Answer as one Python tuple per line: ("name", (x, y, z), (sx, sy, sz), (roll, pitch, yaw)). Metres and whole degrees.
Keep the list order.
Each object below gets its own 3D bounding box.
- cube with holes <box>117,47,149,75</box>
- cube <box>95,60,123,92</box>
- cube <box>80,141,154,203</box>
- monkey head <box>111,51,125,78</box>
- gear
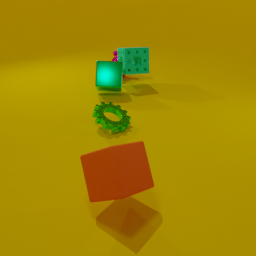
("cube with holes", (0.212, -2.747, 11.397), (1.009, 1.009, 1.009), (-7, 17, -17))
("cube", (-0.711, -1.944, 10.683), (0.976, 0.976, 0.976), (3, -3, -3))
("cube", (-0.203, 0.805, 5.214), (0.894, 0.894, 0.894), (-19, -9, 42))
("monkey head", (-0.260, -2.835, 12.594), (1.069, 0.896, 1.486), (-21, 55, 21))
("gear", (-0.487, -0.341, 8.419), (1.143, 0.211, 1.143), (16, 39, -14))
